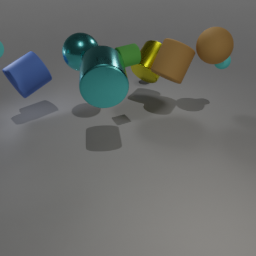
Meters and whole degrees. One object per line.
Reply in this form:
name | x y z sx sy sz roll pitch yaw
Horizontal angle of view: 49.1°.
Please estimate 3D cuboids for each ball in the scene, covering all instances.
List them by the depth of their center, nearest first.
ball | -1.736 -2.814 10.416 1.400 1.400 1.400 0 30 0
ball | 3.361 -3.191 10.878 1.400 1.400 1.400 0 30 0
ball | 4.016 -2.864 11.935 0.700 0.700 0.700 0 30 0

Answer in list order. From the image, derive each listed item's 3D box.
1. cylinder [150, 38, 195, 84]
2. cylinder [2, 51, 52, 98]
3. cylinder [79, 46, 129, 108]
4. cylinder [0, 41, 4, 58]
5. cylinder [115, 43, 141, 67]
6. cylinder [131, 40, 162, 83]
cylinder | 1.833 -2.729 11.508 1.400 1.400 1.400 24 8 -4
cylinder | -4.104 -2.175 11.478 1.400 1.400 1.400 -40 44 -16
cylinder | -0.742 -1.537 8.355 1.400 1.400 1.400 -4 38 -6
cylinder | -4.541 -2.657 9.206 0.700 0.700 0.700 -22 36 -32
cylinder | -0.024 -2.428 9.434 0.700 0.700 0.700 -19 35 -20
cylinder | 1.050 -3.024 12.864 1.400 1.400 1.400 22 73 32
